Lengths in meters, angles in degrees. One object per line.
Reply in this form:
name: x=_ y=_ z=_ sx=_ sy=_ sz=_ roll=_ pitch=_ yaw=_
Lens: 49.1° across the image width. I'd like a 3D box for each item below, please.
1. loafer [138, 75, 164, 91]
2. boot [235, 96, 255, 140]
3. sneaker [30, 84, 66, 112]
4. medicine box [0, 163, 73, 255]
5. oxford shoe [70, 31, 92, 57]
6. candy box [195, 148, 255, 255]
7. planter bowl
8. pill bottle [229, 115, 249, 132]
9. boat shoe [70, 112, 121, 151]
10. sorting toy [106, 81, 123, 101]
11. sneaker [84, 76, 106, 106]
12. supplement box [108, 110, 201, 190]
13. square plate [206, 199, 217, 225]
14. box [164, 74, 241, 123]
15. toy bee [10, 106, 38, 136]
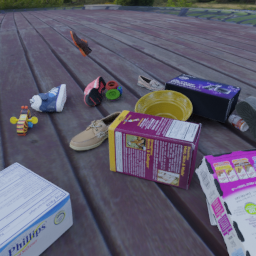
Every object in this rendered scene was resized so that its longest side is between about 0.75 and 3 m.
loafer: x=1.233 y=-2.476 z=15.552 sx=1.716 sy=0.539 sz=0.617 roll=23 pitch=37 yaw=34
boot: x=5.448 y=-0.382 z=11.659 sx=2.420 sy=0.878 sz=2.200 roll=-6 pitch=63 yaw=-60
sneaker: x=-3.886 y=-1.510 z=13.554 sx=1.590 sy=0.875 sz=2.172 roll=2 pitch=35 yaw=-4
medicine box: x=-2.892 y=2.165 z=7.010 sx=2.225 sy=1.145 sz=2.026 roll=21 pitch=36 yaw=30
oxford shoe: x=-2.118 y=-3.871 z=12.625 sx=0.522 sy=1.440 sz=0.513 roll=-27 pitch=57 yaw=7
candy box: x=3.070 y=1.921 z=6.795 sx=1.897 sy=0.849 sz=2.782 roll=-7 pitch=53 yaw=-11
planter bowl: x=1.472 y=-0.502 z=11.568 sx=2.293 sy=0.955 sz=2.293 roll=-5 pitch=45 yaw=5
pill bottle: x=4.655 y=-0.230 z=11.796 sx=0.464 sy=0.464 sz=0.827 roll=-13 pitch=33 yaw=-21
boat shoe: x=-1.198 y=0.055 z=10.937 sx=0.914 sy=0.828 sz=2.566 roll=25 pitch=38 yaw=35
sorting toy: x=-0.707 y=-1.820 z=14.470 sx=0.854 sy=0.583 sz=1.421 roll=-7 pitch=51 yaw=1
sneaker: x=-1.820 y=-1.721 z=14.264 sx=0.995 sy=0.845 sz=2.294 roll=-20 pitch=29 yaw=28
supplement box: x=0.838 y=0.631 z=9.045 sx=2.674 sy=1.750 sz=1.380 roll=12 pitch=32 yaw=18
square plate: x=2.826 y=1.950 z=7.693 sx=1.319 sy=0.188 sz=1.307 roll=-12 pitch=55 yaw=12
box: x=3.255 y=-1.417 z=12.409 sx=2.837 sy=1.119 sz=2.002 roll=20 pitch=28 yaw=26
toy bee: x=-4.380 y=-0.427 z=11.733 sx=1.062 sy=0.882 sz=1.622 roll=-13 pitch=33 yaw=-20
